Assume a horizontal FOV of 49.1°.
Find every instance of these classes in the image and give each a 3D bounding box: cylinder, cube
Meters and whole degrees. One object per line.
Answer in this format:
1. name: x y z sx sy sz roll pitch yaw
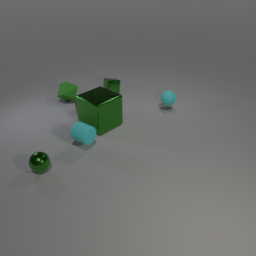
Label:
1. cylinder: -1.662 0.191 10.407 0.700 0.700 0.700 21 37 26
2. cube: -0.869 -2.246 14.864 0.700 0.700 0.700 -3 20 -25
3. cube: -1.194 -0.762 11.904 1.400 1.400 1.400 26 40 35
4. cube: -3.010 -1.817 13.920 0.700 0.700 0.700 18 -13 -34

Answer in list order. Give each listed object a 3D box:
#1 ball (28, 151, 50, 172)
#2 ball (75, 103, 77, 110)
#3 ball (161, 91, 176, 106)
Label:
1. ball: -2.969 1.135 9.388 0.700 0.700 0.700 0 31 0
2. ball: -2.122 -1.033 13.049 0.700 0.700 0.700 0 31 0
3. ball: 1.895 -1.407 13.182 0.700 0.700 0.700 0 31 0
